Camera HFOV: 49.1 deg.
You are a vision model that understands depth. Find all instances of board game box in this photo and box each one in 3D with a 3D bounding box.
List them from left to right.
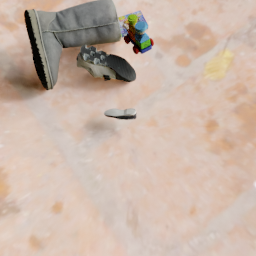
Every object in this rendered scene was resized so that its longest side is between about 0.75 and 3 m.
[{"bbox_3d":[0.063,-3.283,8.850,0.995,0.171,0.673,-20,70,-7],"label":"board game box"}]

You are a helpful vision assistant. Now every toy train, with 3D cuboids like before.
[{"bbox_3d":[0.132,-2.833,7.887,0.618,0.845,1.461,-29,59,-9],"label":"toy train"}]

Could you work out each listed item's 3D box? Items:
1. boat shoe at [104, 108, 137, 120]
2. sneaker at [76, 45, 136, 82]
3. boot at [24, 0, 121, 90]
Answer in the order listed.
[{"bbox_3d":[-0.203,-0.350,7.494,0.879,0.265,0.325,-3,42,9],"label":"boat shoe"},{"bbox_3d":[-0.631,-1.713,8.044,1.776,0.786,0.658,22,57,-18],"label":"sneaker"},{"bbox_3d":[-1.436,-2.455,8.123,2.601,0.944,2.365,-17,110,-31],"label":"boot"}]
